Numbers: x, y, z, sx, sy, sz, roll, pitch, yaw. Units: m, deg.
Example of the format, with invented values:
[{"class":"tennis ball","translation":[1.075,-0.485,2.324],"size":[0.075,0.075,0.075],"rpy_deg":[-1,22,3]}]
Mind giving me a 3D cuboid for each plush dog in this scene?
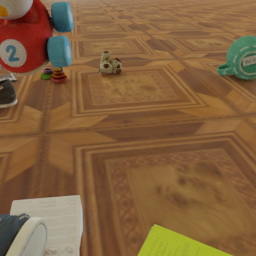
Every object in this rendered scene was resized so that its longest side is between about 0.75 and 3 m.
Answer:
[{"class":"plush dog","translation":[-0.689,-2.584,11.767],"size":[0.928,0.867,1.081],"rpy_deg":[6,56,-18]}]

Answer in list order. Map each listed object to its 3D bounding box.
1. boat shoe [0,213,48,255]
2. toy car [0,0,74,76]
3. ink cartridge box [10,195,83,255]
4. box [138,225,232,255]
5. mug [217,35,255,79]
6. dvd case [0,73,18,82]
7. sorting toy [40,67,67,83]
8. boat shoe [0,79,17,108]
[{"class":"boat shoe","translation":[-1.926,2.135,3.229],"size":[0.859,1.040,2.778],"rpy_deg":[5,38,13]},{"class":"toy car","translation":[-2.963,-2.961,7.048],"size":[2.527,2.742,2.425],"rpy_deg":[-4,65,4]},{"class":"ink cartridge box","translation":[-1.363,1.849,4.597],"size":[1.218,0.376,1.501],"rpy_deg":[-3,44,-7]},{"class":"box","translation":[1.221,2.364,3.278],"size":[2.707,0.645,1.650],"rpy_deg":[15,34,23]},{"class":"mug","translation":[4.669,-2.581,11.042],"size":[1.556,1.893,1.171],"rpy_deg":[26,32,-5]},{"class":"dvd case","translation":[-5.057,-1.919,11.099],"size":[1.147,0.092,0.853],"rpy_deg":[-17,34,-26]},{"class":"sorting toy","translation":[-2.935,-2.238,11.182],"size":[1.343,0.551,0.807],"rpy_deg":[22,37,33]},{"class":"boat shoe","translation":[-5.050,-1.001,8.810],"size":[2.897,0.825,0.968],"rpy_deg":[-11,32,-17]}]
